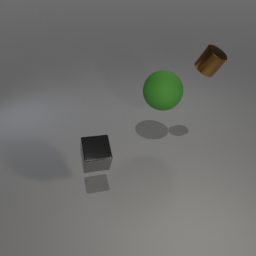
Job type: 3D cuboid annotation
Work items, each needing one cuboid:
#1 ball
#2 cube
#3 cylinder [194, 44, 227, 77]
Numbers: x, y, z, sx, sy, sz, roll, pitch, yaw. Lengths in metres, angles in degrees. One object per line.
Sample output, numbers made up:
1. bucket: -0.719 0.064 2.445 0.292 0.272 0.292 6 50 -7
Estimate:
1. ball: 1.216 -1.302 9.741 1.400 1.400 1.400 0 31 0
2. cube: -0.834 0.668 7.229 0.700 0.700 0.700 -6 59 -15
3. cylinder: 2.489 -2.018 8.436 0.700 0.700 0.700 19 43 -19
